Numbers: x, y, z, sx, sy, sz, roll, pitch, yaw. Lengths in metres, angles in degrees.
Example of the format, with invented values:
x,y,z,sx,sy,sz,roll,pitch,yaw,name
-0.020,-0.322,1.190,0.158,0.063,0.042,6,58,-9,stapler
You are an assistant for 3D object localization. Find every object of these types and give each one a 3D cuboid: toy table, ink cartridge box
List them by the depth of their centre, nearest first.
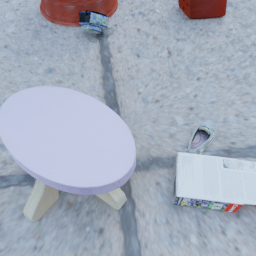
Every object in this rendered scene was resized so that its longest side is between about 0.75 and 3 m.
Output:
x,y,z,sx,sy,sz,roll,pitch,yaw,name
-1.171,0.544,5.652,2.668,1.700,2.903,-36,60,-24,toy table
1.973,1.176,5.932,1.962,0.494,1.069,7,53,4,ink cartridge box

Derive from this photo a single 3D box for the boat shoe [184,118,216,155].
x,y,z,sx,sy,sz,roll,pitch,yaw,name
1.769,0.208,6.710,0.485,0.422,1.316,31,58,22,boat shoe

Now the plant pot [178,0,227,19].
x,y,z,sx,sy,sz,roll,pitch,yaw,name
2.576,-4.793,10.015,1.318,1.495,1.494,-22,55,-1,plant pot

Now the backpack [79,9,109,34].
x,y,z,sx,sy,sz,roll,pitch,yaw,name
-1.121,-3.501,9.327,0.894,0.657,0.818,0,17,-31,backpack

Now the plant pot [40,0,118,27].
x,y,z,sx,sy,sz,roll,pitch,yaw,name
-1.863,-5.613,9.615,3.000,2.918,3.000,0,53,0,plant pot
